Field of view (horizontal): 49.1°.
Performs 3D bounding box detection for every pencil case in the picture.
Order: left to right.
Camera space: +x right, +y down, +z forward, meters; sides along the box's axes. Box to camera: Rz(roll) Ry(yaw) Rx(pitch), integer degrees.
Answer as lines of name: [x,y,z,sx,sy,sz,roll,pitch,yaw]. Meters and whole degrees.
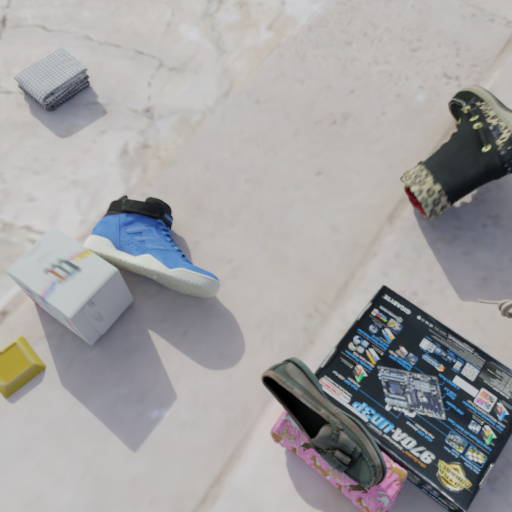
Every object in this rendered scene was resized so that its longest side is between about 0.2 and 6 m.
pencil case: [1.093,2.664,7.483,1.843,0.797,0.763,34,60,17]

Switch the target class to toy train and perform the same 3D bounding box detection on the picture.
toy train: [4.404,1.378,8.179,2.306,0.976,1.334,4,75,2]

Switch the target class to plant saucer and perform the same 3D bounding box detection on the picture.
plant saucer: [-3.663,1.628,8.396,0.718,0.174,0.718,-39,68,-19]

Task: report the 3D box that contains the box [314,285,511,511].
box: [2.284,1.939,7.976,2.605,0.599,2.071,35,67,17]

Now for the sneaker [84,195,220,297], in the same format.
sneaker: [-1.491,-0.255,8.994,2.343,0.899,1.303,18,71,17]

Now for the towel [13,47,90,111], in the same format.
towel: [-3.956,-3.451,10.973,0.972,0.502,1.174,40,70,21]

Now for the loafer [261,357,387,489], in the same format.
loafer: [0.753,2.093,6.903,0.599,0.684,1.904,-7,44,-46]

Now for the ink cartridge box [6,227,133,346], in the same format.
ink cartridge box: [-2.771,0.462,8.486,1.393,1.012,1.007,32,66,21]

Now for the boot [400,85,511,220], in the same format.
boot: [3.352,-1.835,9.671,2.053,0.981,2.718,-31,31,12]
